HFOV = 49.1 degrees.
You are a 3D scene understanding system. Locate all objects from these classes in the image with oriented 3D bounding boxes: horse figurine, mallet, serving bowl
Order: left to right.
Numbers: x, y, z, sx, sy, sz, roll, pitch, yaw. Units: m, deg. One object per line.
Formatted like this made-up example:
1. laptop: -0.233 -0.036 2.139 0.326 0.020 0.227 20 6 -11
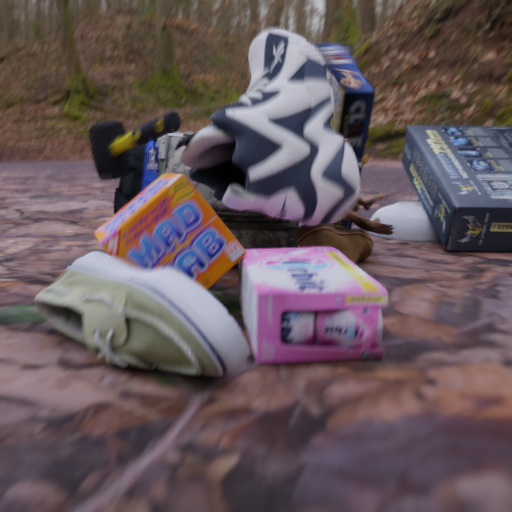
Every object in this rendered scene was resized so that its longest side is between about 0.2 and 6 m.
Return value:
1. mallet: -1.787 -1.580 8.275 0.562 0.900 2.732 -13 15 -32
2. horse figurine: 1.409 -1.122 8.765 0.502 2.011 1.333 -33 17 -17
3. serving bowl: 3.486 -0.809 12.266 2.030 0.668 2.030 -1 12 0

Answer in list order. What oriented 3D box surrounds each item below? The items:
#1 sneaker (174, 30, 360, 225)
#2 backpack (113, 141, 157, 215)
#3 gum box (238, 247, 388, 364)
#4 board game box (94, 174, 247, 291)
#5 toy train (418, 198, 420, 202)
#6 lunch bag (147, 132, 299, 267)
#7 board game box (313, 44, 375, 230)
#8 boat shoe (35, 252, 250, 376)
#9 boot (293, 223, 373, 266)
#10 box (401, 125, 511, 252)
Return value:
1. sneaker: -0.131 -1.939 7.834 2.224 3.417 1.364 -3 -23 -25
2. backpack: -1.729 -1.477 11.554 2.262 2.190 2.695 4 8 -16
3. gum box: 0.510 0.463 6.165 1.248 0.727 2.198 -1 12 -6
4. board game box: -1.068 -0.157 6.750 1.187 1.187 1.188 -42 20 -9
5. toy train: 4.394 -1.079 13.333 0.904 0.661 1.562 5 -18 25
6. lunch bag: -0.464 -1.010 9.354 2.488 2.087 1.733 3 20 3
7. board game box: 1.346 -1.940 10.096 0.527 3.045 2.063 -4 41 -8
8. boat shoe: -1.190 0.656 5.338 0.860 0.998 2.773 -41 32 -28
9. boot: 1.343 -0.001 8.861 0.760 0.779 2.064 -36 -24 28
10. box: 5.062 -1.552 11.688 3.219 1.041 4.081 1 33 -1
